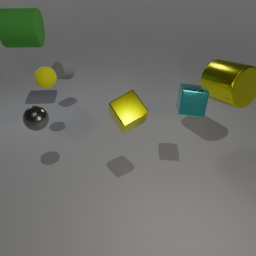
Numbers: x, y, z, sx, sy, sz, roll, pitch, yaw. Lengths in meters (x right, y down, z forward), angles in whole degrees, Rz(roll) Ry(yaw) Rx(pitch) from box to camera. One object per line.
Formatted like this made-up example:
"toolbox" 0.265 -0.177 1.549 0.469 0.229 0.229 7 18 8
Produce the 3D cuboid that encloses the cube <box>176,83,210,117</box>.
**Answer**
"cube" 1.745 -0.766 7.647 0.700 0.700 0.700 7 24 1

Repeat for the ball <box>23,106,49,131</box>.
"ball" -2.566 -0.271 7.810 0.700 0.700 0.700 0 32 0

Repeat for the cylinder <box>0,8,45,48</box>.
"cylinder" -4.005 -3.770 10.587 1.400 1.400 1.400 -2 32 -4

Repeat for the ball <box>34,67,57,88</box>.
"ball" -2.697 -1.653 9.172 0.700 0.700 0.700 0 32 0

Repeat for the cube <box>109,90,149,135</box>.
"cube" 0.001 -0.376 6.884 0.700 0.700 0.700 -32 76 -12

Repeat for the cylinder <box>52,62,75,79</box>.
"cylinder" -2.726 -2.405 11.781 0.700 0.700 0.700 17 15 25

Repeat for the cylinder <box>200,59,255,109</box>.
"cylinder" 3.422 -1.510 9.421 1.400 1.400 1.400 -17 29 -25
